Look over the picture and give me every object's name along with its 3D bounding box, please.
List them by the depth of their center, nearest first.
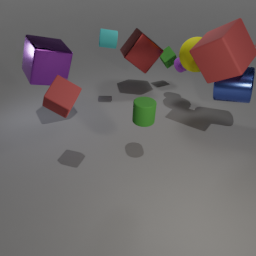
[{"bbox_3d":[-1.709,-0.796,7.219,0.700,0.700,0.700,29,67,-11],"label":"cube"},{"bbox_3d":[0.497,-0.502,8.597,0.700,0.700,0.700,2,34,-1],"label":"cylinder"},{"bbox_3d":[3.261,-2.590,9.567,1.400,1.400,1.400,-47,22,-29],"label":"cube"},{"bbox_3d":[-3.086,-2.537,10.602,1.400,1.400,1.400,-3,36,-34],"label":"cube"},{"bbox_3d":[4.206,-1.746,11.170,1.400,1.400,1.400,8,32,21],"label":"cylinder"},{"bbox_3d":[-0.800,-3.600,11.303,0.700,0.700,0.700,5,30,-9],"label":"cylinder"},{"bbox_3d":[2.801,-2.994,11.456,1.400,1.400,1.400,0,31,0],"label":"ball"},{"bbox_3d":[2.613,-3.002,12.958,0.700,0.700,0.700,-27,7,-36],"label":"cylinder"},{"bbox_3d":[0.640,-3.797,13.746,1.400,1.400,1.400,32,19,-26],"label":"cube"},{"bbox_3d":[2.098,-3.690,14.643,0.700,0.700,0.700,-33,65,9],"label":"cube"}]
